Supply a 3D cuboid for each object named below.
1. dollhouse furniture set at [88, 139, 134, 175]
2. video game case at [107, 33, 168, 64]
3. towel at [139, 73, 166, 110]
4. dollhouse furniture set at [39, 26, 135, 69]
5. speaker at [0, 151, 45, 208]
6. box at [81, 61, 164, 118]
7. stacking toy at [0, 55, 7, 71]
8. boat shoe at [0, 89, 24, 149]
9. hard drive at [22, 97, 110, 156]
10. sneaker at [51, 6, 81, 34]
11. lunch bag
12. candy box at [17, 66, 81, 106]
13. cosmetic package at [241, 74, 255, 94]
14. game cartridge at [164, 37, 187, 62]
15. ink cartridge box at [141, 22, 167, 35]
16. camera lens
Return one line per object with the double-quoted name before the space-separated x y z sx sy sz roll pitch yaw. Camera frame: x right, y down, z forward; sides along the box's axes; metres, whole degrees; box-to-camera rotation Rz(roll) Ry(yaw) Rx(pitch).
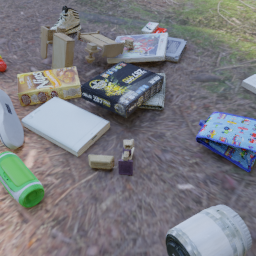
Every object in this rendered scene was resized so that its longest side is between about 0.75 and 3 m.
"dollhouse furniture set" -0.416 0.577 7.481 1.221 0.967 0.866 3 28 7
"video game case" 0.454 -3.396 11.799 2.324 0.267 2.117 0 42 14
"towel" 0.234 -1.457 9.894 2.185 0.377 2.103 5 43 6
"dollhouse furniture set" -1.664 -3.129 11.369 2.485 1.423 2.914 35 38 30
"speaker" -2.680 1.222 6.816 0.685 0.685 1.548 -32 52 -30
"box" -0.142 -1.340 9.149 1.800 0.548 2.233 27 45 24
"stacking toy" -5.288 -2.744 11.151 0.637 0.637 1.493 -27 54 -26
"boat shoe" -3.771 -0.189 8.277 0.743 0.814 2.262 -37 64 10
"hard drive" -1.890 -0.126 8.530 2.251 0.296 1.485 25 49 24
"sneaker" -3.149 -4.901 12.919 0.835 1.273 2.213 30 50 28
"lunch bag" 2.797 0.170 7.751 1.755 0.826 1.321 25 48 21
"candy box" -2.729 -1.484 9.765 2.071 0.573 1.195 -10 45 -12
"cosmetic package" 4.731 -1.504 10.026 0.761 0.261 1.010 -29 50 -25
"game cartridge" 1.804 -3.384 12.014 1.134 0.348 1.704 18 46 14
"ink cartridge box" 1.276 -4.749 13.527 0.953 0.239 1.097 16 45 18
"camera lens" 1.503 2.234 5.399 1.374 1.099 1.099 -21 47 -22
